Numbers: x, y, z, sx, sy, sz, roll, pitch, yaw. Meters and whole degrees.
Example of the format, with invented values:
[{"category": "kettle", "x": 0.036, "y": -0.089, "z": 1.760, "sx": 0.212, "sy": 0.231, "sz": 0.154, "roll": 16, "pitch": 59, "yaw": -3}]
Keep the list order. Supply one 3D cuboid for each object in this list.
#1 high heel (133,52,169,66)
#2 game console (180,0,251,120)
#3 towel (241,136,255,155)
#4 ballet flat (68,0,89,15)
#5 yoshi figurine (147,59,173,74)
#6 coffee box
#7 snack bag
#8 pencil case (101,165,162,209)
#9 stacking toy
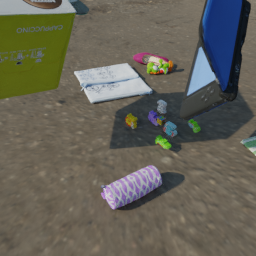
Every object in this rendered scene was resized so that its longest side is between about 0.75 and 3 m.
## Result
[{"category": "high heel", "x": 1.006, "y": -2.936, "z": 12.165, "sx": 1.555, "sy": 0.524, "sz": 0.746, "roll": 11, "pitch": 20, "yaw": -6}, {"category": "game console", "x": 1.535, "y": -1.838, "z": 5.745, "sx": 1.563, "sy": 2.255, "sz": 2.642, "roll": 28, "pitch": 64, "yaw": -18}, {"category": "towel", "x": 3.685, "y": 0.575, "z": 7.644, "sx": 0.762, "sy": 0.117, "sz": 1.000, "roll": -12, "pitch": 38, "yaw": -16}, {"category": "ballet flat", "x": -1.773, "y": -3.250, "z": 7.010, "sx": 1.630, "sy": 0.519, "sz": 0.549, "roll": 12, "pitch": 47, "yaw": 1}, {"category": "yoshi figurine", "x": 1.272, "y": -2.573, "z": 11.685, "sx": 1.105, "sy": 0.621, "sz": 0.619, "roll": -13, "pitch": 22, "yaw": -13}, {"category": "coffee box", "x": -2.704, "y": -2.108, "z": 5.865, "sx": 2.185, "sy": 2.188, "sz": 2.164, "roll": -19, "pitch": 64, "yaw": -36}, {"category": "snack bag", "x": -0.645, "y": -1.793, "z": 10.801, "sx": 2.446, "sy": 0.278, "sz": 2.594, "roll": -11, "pitch": 37, "yaw": -16}, {"category": "pencil case", "x": 0.096, "y": 1.311, "z": 6.265, "sx": 1.379, "sy": 0.579, "sz": 0.590, "roll": -19, "pitch": -1, "yaw": -25}, {"category": "stacking toy", "x": 1.023, "y": -0.101, "z": 8.367, "sx": 1.409, "sy": 0.439, "sz": 1.869, "roll": -26, "pitch": 45, "yaw": -29}]
